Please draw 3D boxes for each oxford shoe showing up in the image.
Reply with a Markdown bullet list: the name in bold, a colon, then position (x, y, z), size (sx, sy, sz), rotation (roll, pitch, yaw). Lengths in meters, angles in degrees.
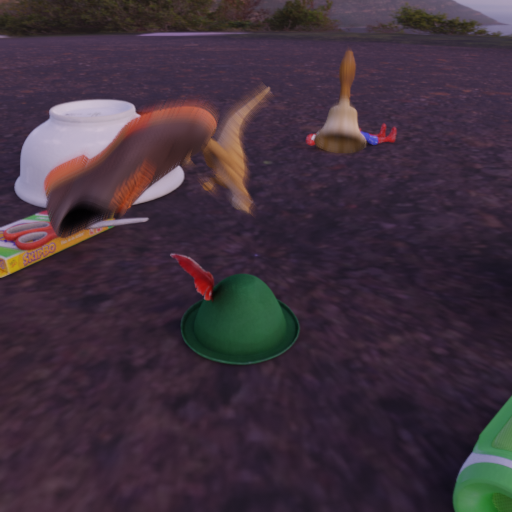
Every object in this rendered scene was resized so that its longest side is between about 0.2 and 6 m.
- **oxford shoe**: position (-1.337, -0.847, 6.062), size (2.161, 0.769, 0.784), rotation (-26, 57, 19)

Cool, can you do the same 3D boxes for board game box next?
- **board game box**: position (-3.669, -0.332, 9.425), size (1.160, 0.364, 2.428), rotation (16, 33, 30)

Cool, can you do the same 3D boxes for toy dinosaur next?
- **toy dinosaur**: position (-0.404, -1.396, 7.499), size (1.088, 0.619, 2.049), rotation (7, 62, -14)

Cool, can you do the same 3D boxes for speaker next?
- **speaker**: position (2.511, 1.659, 4.830), size (0.901, 0.901, 2.037), rotation (23, 35, 38)

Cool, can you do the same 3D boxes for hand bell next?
- **hand bell**: position (1.694, -3.012, 10.635), size (0.979, 1.880, 0.979), rotation (8, -12, 2)

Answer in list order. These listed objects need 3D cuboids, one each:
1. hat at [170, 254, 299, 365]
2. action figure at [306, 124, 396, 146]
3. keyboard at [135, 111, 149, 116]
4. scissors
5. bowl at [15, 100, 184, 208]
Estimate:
- **hat**: position (-0.200, 0.261, 6.760), size (1.522, 1.617, 1.837), rotation (-3, 27, -6)
- **action figure**: position (2.444, -3.167, 14.780), size (2.472, 0.639, 0.809), rotation (-13, 32, -18)
- **keyboard**: position (-3.459, -3.445, 15.425), size (4.087, 0.524, 2.454), rotation (9, 35, 16)
- **scissors**: position (-2.963, -0.517, 9.269), size (2.235, 0.156, 0.817), rotation (-18, 32, -30)
- **bowl**: position (-3.393, -2.364, 12.005), size (3.618, 1.626, 3.618), rotation (0, 26, 0)
